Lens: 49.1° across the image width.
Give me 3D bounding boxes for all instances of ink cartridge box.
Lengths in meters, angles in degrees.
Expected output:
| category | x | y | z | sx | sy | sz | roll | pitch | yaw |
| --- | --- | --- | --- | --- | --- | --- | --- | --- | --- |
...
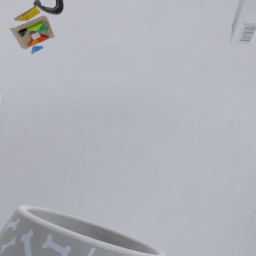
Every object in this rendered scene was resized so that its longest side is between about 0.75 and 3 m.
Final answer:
| category | x | y | z | sx | sy | sz | roll | pitch | yaw |
| --- | --- | --- | --- | --- | --- | --- | --- | --- | --- |
| ink cartridge box | 3.757 | -2.733 | 5.885 | 2.557 | 2.946 | 0.642 | 6 | 74 | 11 |

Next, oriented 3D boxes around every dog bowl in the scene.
| category | x | y | z | sx | sy | sz | roll | pitch | yaw |
| --- | --- | --- | --- | --- | --- | --- | --- | --- | --- |
| dog bowl | -0.456 | 1.341 | 2.976 | 1.897 | 1.897 | 0.556 | 16 | 74 | 13 |

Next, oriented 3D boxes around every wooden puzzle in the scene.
| category | x | y | z | sx | sy | sz | roll | pitch | yaw |
| --- | --- | --- | --- | --- | --- | --- | --- | --- | --- |
| wooden puzzle | -2.195 | -2.198 | 6.533 | 0.928 | 1.375 | 0.161 | -25 | 75 | -1 |

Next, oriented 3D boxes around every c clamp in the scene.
| category | x | y | z | sx | sy | sz | roll | pitch | yaw |
| --- | --- | --- | --- | --- | --- | --- | --- | --- | --- |
| c clamp | -2.098 | -3.418 | 6.732 | 0.185 | 1.366 | 1.167 | -6 | 8 | 45 |
